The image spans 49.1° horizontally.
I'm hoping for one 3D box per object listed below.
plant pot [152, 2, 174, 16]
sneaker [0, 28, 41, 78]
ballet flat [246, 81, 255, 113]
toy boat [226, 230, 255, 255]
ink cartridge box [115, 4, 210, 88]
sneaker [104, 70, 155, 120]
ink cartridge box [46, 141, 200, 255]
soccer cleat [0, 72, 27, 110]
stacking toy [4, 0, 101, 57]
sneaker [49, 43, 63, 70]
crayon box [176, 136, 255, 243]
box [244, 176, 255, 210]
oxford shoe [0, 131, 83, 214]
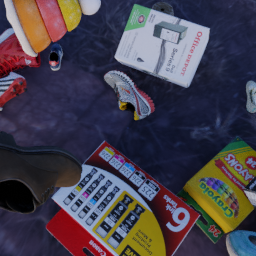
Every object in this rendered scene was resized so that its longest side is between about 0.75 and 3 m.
[{"bbox_3d":[1.198,-3.892,10.200,1.256,1.090,1.256,0,62,0],"label":"plant pot"},{"bbox_3d":[-3.973,-2.229,9.401,1.534,1.041,2.656,20,66,11],"label":"sneaker"},{"bbox_3d":[4.126,-1.106,9.153,0.447,0.447,1.288,8,63,4],"label":"ballet flat"},{"bbox_3d":[3.244,3.036,6.321,1.646,0.910,1.959,13,19,-8],"label":"toy boat"},{"bbox_3d":[1.136,-2.651,9.171,2.548,1.071,1.860,22,96,11],"label":"ink cartridge box"},{"bbox_3d":[-0.088,-1.073,8.934,0.829,0.785,2.018,-39,69,-17],"label":"sneaker"},{"bbox_3d":[-0.277,2.312,6.944,2.988,1.253,2.624,36,69,16],"label":"ink cartridge box"},{"bbox_3d":[-4.293,-1.055,9.007,0.920,0.741,2.159,37,65,27],"label":"soccer cleat"},{"bbox_3d":[-1.862,-3.055,7.494,2.386,1.743,1.743,-18,64,-5],"label":"stacking toy"},{"bbox_3d":[-2.566,-2.624,9.884,0.435,0.491,1.161,-6,63,-3],"label":"sneaker"},{"bbox_3d":[2.712,1.621,7.640,2.566,0.652,1.629,-38,69,-17],"label":"crayon box"},{"bbox_3d":[4.051,1.709,7.194,1.794,0.441,1.858,-40,105,-19],"label":"box"},{"bbox_3d":[-1.650,0.900,4.677,1.014,2.789,1.177,-33,66,17],"label":"oxford shoe"}]
